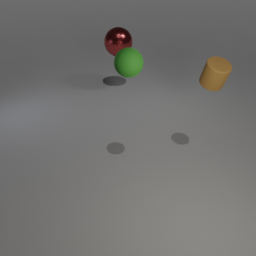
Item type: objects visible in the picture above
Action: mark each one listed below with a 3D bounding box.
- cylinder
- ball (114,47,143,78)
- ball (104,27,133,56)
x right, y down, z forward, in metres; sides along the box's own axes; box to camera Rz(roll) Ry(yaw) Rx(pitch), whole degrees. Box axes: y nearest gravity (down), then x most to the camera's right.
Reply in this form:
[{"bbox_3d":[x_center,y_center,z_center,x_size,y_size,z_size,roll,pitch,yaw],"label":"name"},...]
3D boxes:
[{"bbox_3d":[2.435,-1.511,7.829,0.700,0.700,0.700,5,52,-6],"label":"cylinder"},{"bbox_3d":[0.016,-1.552,6.654,0.700,0.700,0.700,0,31,0],"label":"ball"},{"bbox_3d":[-0.474,-4.220,13.757,1.400,1.400,1.400,0,31,0],"label":"ball"}]
